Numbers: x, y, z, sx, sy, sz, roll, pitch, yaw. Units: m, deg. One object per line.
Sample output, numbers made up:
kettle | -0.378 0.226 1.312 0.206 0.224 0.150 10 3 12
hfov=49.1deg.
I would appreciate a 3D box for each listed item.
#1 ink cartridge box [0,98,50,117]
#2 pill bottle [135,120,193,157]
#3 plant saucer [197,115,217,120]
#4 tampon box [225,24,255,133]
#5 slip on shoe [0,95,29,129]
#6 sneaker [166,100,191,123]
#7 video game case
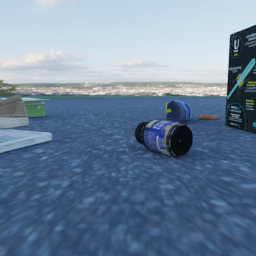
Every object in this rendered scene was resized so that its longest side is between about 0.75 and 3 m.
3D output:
ink cartridge box | -4.533 -0.891 12.312 1.372 0.784 2.643 -6 10 -38
pill bottle | 0.646 0.166 5.428 0.625 0.625 1.118 -6 10 -35
plant saucer | 3.242 -0.434 11.472 0.798 0.129 0.798 0 9 0
tampon box | 4.287 -1.419 8.180 1.874 2.968 2.225 -1 8 -9
slip on shoe | -4.075 -0.331 7.571 2.781 0.843 1.057 -5 6 12
sneaker | 2.017 -0.654 10.588 0.907 0.816 2.206 0 8 -2
video game case | -2.993 0.300 5.976 1.607 0.202 2.244 4 9 25
